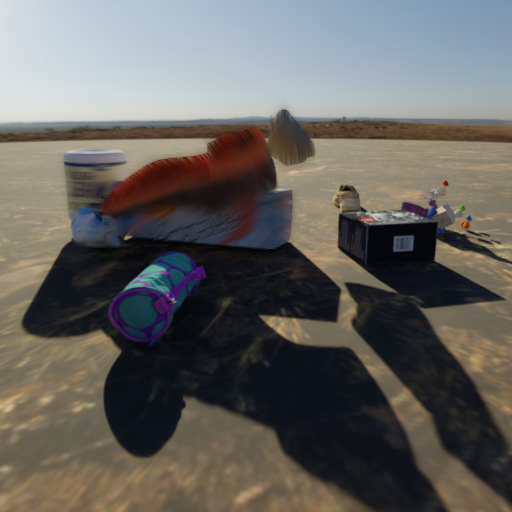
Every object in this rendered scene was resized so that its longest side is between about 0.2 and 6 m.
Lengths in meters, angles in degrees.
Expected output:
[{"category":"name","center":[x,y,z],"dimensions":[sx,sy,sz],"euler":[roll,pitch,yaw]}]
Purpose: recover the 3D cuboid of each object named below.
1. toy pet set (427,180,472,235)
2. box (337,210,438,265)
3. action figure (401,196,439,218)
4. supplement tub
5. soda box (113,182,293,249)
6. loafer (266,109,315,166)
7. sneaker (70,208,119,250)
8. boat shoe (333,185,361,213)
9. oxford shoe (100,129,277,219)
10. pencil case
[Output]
[{"category":"toy pet set","center":[4.646,-1.005,13.906],"dimensions":[0.680,1.281,1.196],"euler":[-28,16,40]},{"category":"box","center":[2.692,-0.424,11.683],"dimensions":[1.578,0.822,1.437],"euler":[-4,15,-15]},{"category":"action figure","center":[4.377,-1.004,14.498],"dimensions":[1.321,0.885,0.984],"euler":[7,-12,22]},{"category":"supplement tub","center":[-3.829,-1.530,13.517],"dimensions":[1.437,1.983,1.437],"euler":[0,15,0]},{"category":"soda box","center":[-1.217,-0.992,12.727],"dimensions":[3.938,1.252,1.347],"euler":[5,10,17]},{"category":"loafer","center":[0.741,-2.540,12.935],"dimensions":[0.944,1.019,2.710],"euler":[-38,-11,9]},{"category":"sneaker","center":[-3.270,-0.526,11.599],"dimensions":[0.732,0.739,2.038],"euler":[5,-7,-1]},{"category":"boat shoe","center":[2.801,-1.814,16.974],"dimensions":[0.784,0.710,2.200],"euler":[-1,15,-2]},{"category":"oxford shoe","center":[-1.353,-1.246,11.122],"dimensions":[3.644,1.322,1.297],"euler":[-16,38,16]},{"category":"pencil case","center":[-1.383,0.551,8.131],"dimensions":[0.900,0.829,1.948],"euler":[-13,14,10]}]
